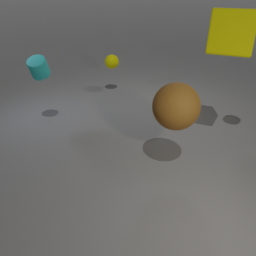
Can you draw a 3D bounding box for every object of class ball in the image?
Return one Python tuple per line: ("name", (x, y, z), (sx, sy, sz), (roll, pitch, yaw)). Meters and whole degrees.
("ball", (1.405, -0.626, 8.161), (1.400, 1.400, 1.400), (0, 29, 0))
("ball", (-0.824, -3.380, 14.272), (0.700, 0.700, 0.700), (0, 29, 0))

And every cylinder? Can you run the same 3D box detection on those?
("cylinder", (-3.344, -2.257, 10.490), (0.700, 0.700, 0.700), (-3, 54, 4))

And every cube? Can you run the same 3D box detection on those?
("cube", (3.457, -3.107, 9.236), (1.400, 1.400, 1.400), (11, 18, 21))
